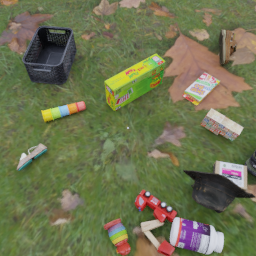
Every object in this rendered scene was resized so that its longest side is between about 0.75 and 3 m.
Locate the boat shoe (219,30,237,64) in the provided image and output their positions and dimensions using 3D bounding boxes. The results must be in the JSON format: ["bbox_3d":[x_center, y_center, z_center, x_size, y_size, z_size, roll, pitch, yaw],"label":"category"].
[{"bbox_3d":[4.940,-4.012,13.690,0.805,0.852,2.368,9,57,7],"label":"boat shoe"}]

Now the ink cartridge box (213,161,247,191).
[{"bbox_3d":[3.662,1.753,10.087,1.130,0.424,0.931,9,59,7],"label":"ink cartridge box"}]

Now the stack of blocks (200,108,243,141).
[{"bbox_3d":[3.630,-0.080,10.918,1.395,0.803,0.409,34,66,11],"label":"stack of blocks"}]

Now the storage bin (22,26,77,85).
[{"bbox_3d":[-3.572,-3.425,13.092,1.760,1.221,2.604,6,56,4],"label":"storage bin"}]

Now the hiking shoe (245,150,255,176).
[{"bbox_3d":[5.557,0.589,10.267,2.851,1.435,1.080,-39,65,-23],"label":"hiking shoe"}]

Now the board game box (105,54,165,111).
[{"bbox_3d":[0.319,-1.957,12.006,2.695,1.369,0.642,-32,62,-19],"label":"board game box"}]

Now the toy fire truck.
[{"bbox_3d":[0.887,3.080,9.194,1.922,0.469,1.356,31,64,21],"label":"toy fire truck"}]

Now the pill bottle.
[{"bbox_3d":[2.129,3.387,8.746,1.540,0.866,0.866,11,57,7],"label":"pill bottle"}]

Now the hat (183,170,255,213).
[{"bbox_3d":[2.682,2.123,8.883,2.350,2.350,0.948,23,75,15],"label":"hat"}]

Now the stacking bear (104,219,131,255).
[{"bbox_3d":[-0.284,3.502,8.884,0.605,0.646,1.064,-22,67,-14],"label":"stacking bear"}]

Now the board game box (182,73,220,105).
[{"bbox_3d":[3.282,-1.777,12.589,0.843,0.265,1.766,37,67,23],"label":"board game box"}]

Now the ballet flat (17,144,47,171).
[{"bbox_3d":[-3.695,1.060,10.536,0.453,0.458,1.346,47,58,6],"label":"ballet flat"}]

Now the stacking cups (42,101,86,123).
[{"bbox_3d":[-2.663,-0.687,11.734,1.776,0.537,0.537,-15,57,-15],"label":"stacking cups"}]
